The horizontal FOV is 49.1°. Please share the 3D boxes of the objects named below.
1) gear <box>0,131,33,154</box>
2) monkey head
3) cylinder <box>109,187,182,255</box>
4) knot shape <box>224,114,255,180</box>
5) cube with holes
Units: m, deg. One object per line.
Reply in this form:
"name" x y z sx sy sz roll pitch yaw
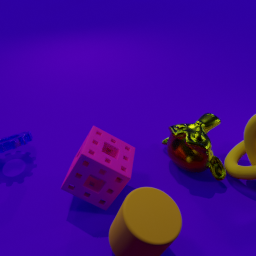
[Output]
"gear" -3.014 0.374 7.096 1.148 0.212 1.148 -15 12 3
"monkey head" 1.695 0.372 6.978 1.433 1.200 1.992 -35 44 -22
"cylinder" 0.281 1.787 5.040 1.059 1.059 1.059 12 44 -11
"knot shape" 3.192 0.494 6.311 0.933 1.890 2.020 7 20 -26
"cube with holes" -0.617 0.857 6.095 1.081 1.081 1.081 29 29 -10
